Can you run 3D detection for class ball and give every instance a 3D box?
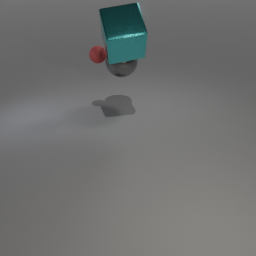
[{"bbox_3d":[-0.282,-2.891,12.067,1.400,1.400,1.400,0,28,0],"label":"ball"},{"bbox_3d":[-1.230,-2.990,11.413,0.700,0.700,0.700,0,28,0],"label":"ball"}]

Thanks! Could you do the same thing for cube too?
[{"bbox_3d":[-0.176,-3.356,10.043,1.400,1.400,1.400,-12,69,-5],"label":"cube"}]
